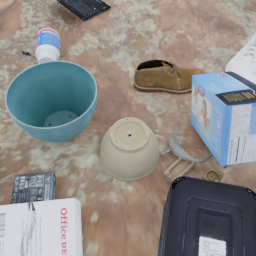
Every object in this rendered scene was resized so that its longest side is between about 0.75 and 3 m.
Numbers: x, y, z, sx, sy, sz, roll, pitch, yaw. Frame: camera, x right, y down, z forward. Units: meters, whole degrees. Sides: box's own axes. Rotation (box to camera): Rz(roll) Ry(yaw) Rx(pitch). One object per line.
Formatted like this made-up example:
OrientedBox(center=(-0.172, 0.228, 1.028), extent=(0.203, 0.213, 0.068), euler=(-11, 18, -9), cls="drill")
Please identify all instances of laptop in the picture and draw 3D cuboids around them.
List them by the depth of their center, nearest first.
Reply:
OrientedBox(center=(-2.221, -5.488, 11.622), extent=(2.287, 1.181, 2.026), euler=(-35, 63, -22), cls="laptop")

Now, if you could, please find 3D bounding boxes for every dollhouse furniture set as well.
OrientedBox(center=(1.773, 1.054, 7.168), extent=(1.168, 1.001, 1.228), euler=(-37, 63, -23), cls="dollhouse furniture set")

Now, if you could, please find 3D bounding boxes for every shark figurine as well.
OrientedBox(center=(1.517, 0.553, 7.600), extent=(0.847, 0.592, 1.418), euler=(-23, 44, -37), cls="shark figurine")

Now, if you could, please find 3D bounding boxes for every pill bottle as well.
OrientedBox(center=(-2.847, -2.783, 9.949), extent=(0.828, 0.828, 1.475), euler=(-7, 54, -5), cls="pill bottle")

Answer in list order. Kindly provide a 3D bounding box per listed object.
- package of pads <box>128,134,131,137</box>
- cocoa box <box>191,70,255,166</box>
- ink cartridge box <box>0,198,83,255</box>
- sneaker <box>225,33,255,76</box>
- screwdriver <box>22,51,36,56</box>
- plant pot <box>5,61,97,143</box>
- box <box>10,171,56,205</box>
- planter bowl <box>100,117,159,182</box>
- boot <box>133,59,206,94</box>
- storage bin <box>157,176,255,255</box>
OrientedBox(center=(0.279, 0.539, 7.924), extent=(0.928, 0.351, 0.559), euler=(29, 60, 19), cls="package of pads")
OrientedBox(center=(2.731, -0.385, 7.250), extent=(1.594, 1.620, 2.430), euler=(-7, 26, -3), cls="cocoa box")
OrientedBox(center=(-2.135, 2.464, 5.992), extent=(2.260, 0.952, 1.634), euler=(-5, 73, -3), cls="ink cartridge box")
OrientedBox(center=(4.303, -2.646, 9.589), extent=(1.073, 1.261, 2.851), euler=(33, 62, 19), cls="sneaker")
OrientedBox(center=(-3.512, -2.686, 10.303), extent=(0.903, 0.126, 0.131), euler=(19, 29, 16), cls="screwdriver")
OrientedBox(center=(-1.980, -0.505, 7.897), extent=(2.346, 1.580, 2.346), euler=(0, 55, 0), cls="plant pot")
OrientedBox(center=(-2.386, 1.775, 7.076), extent=(1.023, 0.331, 1.297), euler=(-6, 55, -3), cls="box")
OrientedBox(center=(0.037, 0.434, 7.528), extent=(1.687, 1.135, 1.687), euler=(0, 55, 1), cls="planter bowl")
OrientedBox(center=(1.443, -1.737, 9.164), extent=(2.507, 0.946, 0.923), euler=(-4, 53, -4), cls="boot")
OrientedBox(center=(1.630, 2.666, 5.854), extent=(1.936, 1.342, 2.863), euler=(10, 55, 6), cls="storage bin")
